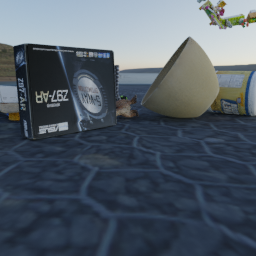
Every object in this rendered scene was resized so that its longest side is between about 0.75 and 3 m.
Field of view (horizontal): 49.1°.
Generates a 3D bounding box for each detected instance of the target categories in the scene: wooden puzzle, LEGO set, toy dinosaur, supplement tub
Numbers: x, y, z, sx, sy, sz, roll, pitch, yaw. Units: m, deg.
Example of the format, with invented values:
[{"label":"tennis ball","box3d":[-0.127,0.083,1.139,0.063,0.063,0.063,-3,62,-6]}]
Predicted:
[{"label":"wooden puzzle","box3d":[-3.926,-0.685,10.888,2.445,0.566,2.264,-2,11,-34]},{"label":"LEGO set","box3d":[3.186,-3.497,8.782,2.335,1.074,0.869,18,32,-21]},{"label":"toy dinosaur","box3d":[-0.311,-0.753,10.521,1.350,0.855,1.992,-6,5,3]},{"label":"supplement tub","box3d":[4.204,-1.469,11.575,2.421,1.752,1.752,8,14,35]}]

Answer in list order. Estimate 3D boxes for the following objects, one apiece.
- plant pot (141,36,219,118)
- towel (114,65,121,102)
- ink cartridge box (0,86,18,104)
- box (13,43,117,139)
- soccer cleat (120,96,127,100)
[{"label":"plant pot","box3d":[2.148,-1.540,10.398,2.013,2.998,2.998,34,10,-5]},{"label":"towel","box3d":[-1.164,-1.999,13.477,1.098,2.125,2.566,-1,10,-26]},{"label":"ink cartridge box","box3d":[-5.623,-1.275,12.148,1.779,0.762,1.313,-11,1,24]},{"label":"box","box3d":[-1.615,-1.071,7.945,0.639,2.353,2.937,7,12,43]},{"label":"soccer cleat","box3d":[-0.379,-1.395,14.453,0.434,0.521,1.286,4,12,20]}]
